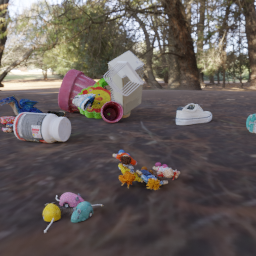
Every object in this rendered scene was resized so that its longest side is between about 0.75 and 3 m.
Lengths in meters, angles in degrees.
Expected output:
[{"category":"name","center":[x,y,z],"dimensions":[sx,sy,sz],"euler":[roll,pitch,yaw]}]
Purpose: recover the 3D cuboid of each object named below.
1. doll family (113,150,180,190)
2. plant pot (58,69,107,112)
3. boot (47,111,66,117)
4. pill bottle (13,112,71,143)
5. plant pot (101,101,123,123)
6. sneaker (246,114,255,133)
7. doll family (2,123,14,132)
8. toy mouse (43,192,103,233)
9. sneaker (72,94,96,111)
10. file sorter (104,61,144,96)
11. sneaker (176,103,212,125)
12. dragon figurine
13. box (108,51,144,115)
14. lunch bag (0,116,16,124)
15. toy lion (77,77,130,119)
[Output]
[{"category":"doll family","center":[0.287,0.881,5.250],"dimensions":[1.317,0.593,0.817],"euler":[17,1,-5]},{"category":"plant pot","center":[-2.520,-1.954,16.353],"dimensions":[2.246,2.509,2.509],"euler":[16,12,7]},{"category":"boot","center":[-3.606,-0.711,14.131],"dimensions":[0.853,0.330,0.590],"euler":[-4,-14,40]},{"category":"pill bottle","center":[-2.682,-0.007,8.822],"dimensions":[1.591,0.922,0.922],"euler":[4,11,19]},{"category":"plant pot","center":[-0.788,-0.693,12.944],"dimensions":[0.990,0.990,0.886],"euler":[-2,-4,-13]},{"category":"sneaker","center":[5.495,-0.144,9.939],"dimensions":[1.050,0.893,2.302],"euler":[-3,11,-35]},{"category":"doll family","center":[-4.315,-0.102,10.734],"dimensions":[0.608,0.441,0.979],"euler":[8,13,38]},{"category":"toy mouse","center":[-0.818,1.162,4.235],"dimensions":[0.919,0.200,1.034],"euler":[-3,11,-18]},{"category":"sneaker","center":[-2.091,-1.356,13.277],"dimensions":[0.791,0.684,1.825],"euler":[20,15,5]},{"category":"file sorter","center":[-0.204,-1.724,9.870],"dimensions":[0.837,0.933,1.344],"euler":[-42,21,-3]},{"category":"sneaker","center":[3.091,-0.681,12.765],"dimensions":[0.900,0.873,2.465],"euler":[9,14,42]},{"category":"dragon figurine","center":[-4.714,-0.982,13.329],"dimensions":[2.566,1.276,0.755],"euler":[-8,13,-41]},{"category":"box","center":[-0.081,-1.904,12.460],"dimensions":[1.209,2.943,1.006],"euler":[-34,67,-18]},{"category":"lunch bag","center":[-5.305,-0.358,12.550],"dimensions":[0.680,0.316,0.772],"euler":[-6,12,-33]},{"category":"toy lion","center":[-1.223,-1.655,14.777],"dimensions":[2.794,1.001,2.915],"euler":[3,48,1]}]
